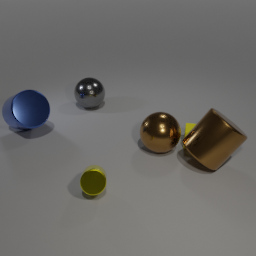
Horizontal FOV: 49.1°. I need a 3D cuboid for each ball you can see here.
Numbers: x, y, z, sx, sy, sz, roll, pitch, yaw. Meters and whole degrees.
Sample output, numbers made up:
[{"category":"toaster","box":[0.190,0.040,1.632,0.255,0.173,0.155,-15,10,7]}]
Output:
[{"category":"ball","box":[1.098,0.147,9.535,1.400,1.400,1.400,0,29,0]},{"category":"ball","box":[-1.740,-1.593,12.751,1.400,1.400,1.400,0,29,0]}]

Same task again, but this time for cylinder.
[{"category":"cylinder","box":[-3.852,-0.654,10.564,1.400,1.400,1.400,-23,11,-35]},{"category":"cylinder","box":[2.665,0.338,8.682,1.400,1.400,1.400,34,19,-13]},{"category":"cylinder","box":[-0.939,1.412,7.684,0.700,0.700,0.700,-3,3,-5]}]

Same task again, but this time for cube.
[{"category":"cube","box":[2.371,0.305,9.985,0.700,0.700,0.700,6,29,10]}]
